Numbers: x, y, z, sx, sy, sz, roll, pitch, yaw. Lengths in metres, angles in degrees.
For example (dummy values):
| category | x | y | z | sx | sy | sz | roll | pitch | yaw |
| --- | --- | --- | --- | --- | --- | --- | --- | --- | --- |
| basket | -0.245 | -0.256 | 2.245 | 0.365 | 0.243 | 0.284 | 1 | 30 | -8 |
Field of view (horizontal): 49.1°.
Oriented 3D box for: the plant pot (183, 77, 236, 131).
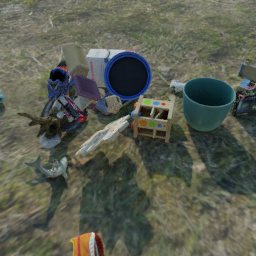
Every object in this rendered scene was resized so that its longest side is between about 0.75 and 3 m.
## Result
| category | x | y | z | sx | sy | sz | roll | pitch | yaw |
| --- | --- | --- | --- | --- | --- | --- | --- | --- | --- |
| plant pot | 3.037 | -0.818 | 11.020 | 1.932 | 1.550 | 1.932 | 0 | 43 | 0 |

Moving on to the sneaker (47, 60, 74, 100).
| category | x | y | z | sx | sy | sz | roll | pitch | yaw |
| --- | --- | --- | --- | --- | --- | --- | --- | --- | --- |
| sneaker | -3.071 | -2.405 | 13.054 | 1.096 | 1.141 | 2.909 | -1 | 43 | -2 |

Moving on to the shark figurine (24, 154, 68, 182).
| category | x | y | z | sx | sy | sz | roll | pitch | yaw |
| --- | --- | --- | --- | --- | --- | --- | --- | --- | --- |
| shark figurine | -2.591 | 1.430 | 9.188 | 0.654 | 1.567 | 0.936 | -27 | 70 | 25 |

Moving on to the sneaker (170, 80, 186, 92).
| category | x | y | z | sx | sy | sz | roll | pitch | yaw |
| --- | --- | --- | --- | --- | --- | --- | --- | --- | --- |
| sneaker | 2.491 | -1.850 | 13.091 | 1.112 | 0.416 | 0.554 | 20 | 66 | 20 |

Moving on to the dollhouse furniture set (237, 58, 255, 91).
| category | x | y | z | sx | sy | sz | roll | pitch | yaw |
| --- | --- | --- | --- | --- | --- | --- | --- | --- | --- |
| dollhouse furniture set | 5.874 | -2.371 | 12.744 | 1.433 | 1.518 | 0.991 | 26 | 49 | 25 |

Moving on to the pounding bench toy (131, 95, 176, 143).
| category | x | y | z | sx | sy | sz | roll | pitch | yaw |
| --- | --- | --- | --- | --- | --- | --- | --- | --- | --- |
| pounding bench toy | 1.008 | -0.615 | 11.048 | 1.525 | 1.215 | 1.956 | 9 | 43 | 10 |

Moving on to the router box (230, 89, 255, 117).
| category | x | y | z | sx | sy | sz | roll | pitch | yaw |
| --- | --- | --- | --- | --- | --- | --- | --- | --- | --- |
| router box | 5.074 | -1.059 | 11.672 | 1.367 | 1.024 | 0.425 | -8 | 42 | -8 |

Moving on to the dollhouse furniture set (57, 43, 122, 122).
| category | x | y | z | sx | sy | sz | roll | pitch | yaw |
| --- | --- | --- | --- | --- | --- | --- | --- | --- | --- |
| dollhouse furniture set | -1.868 | -1.587 | 10.721 | 2.140 | 1.917 | 2.701 | 12 | 50 | -47 |

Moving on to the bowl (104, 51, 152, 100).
| category | x | y | z | sx | sy | sz | roll | pitch | yaw |
| --- | --- | --- | --- | --- | --- | --- | --- | --- | --- |
| bowl | -0.007 | -2.217 | 12.026 | 2.056 | 2.056 | 0.404 | 4 | 4 | 5 |

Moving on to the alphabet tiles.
| category | x | y | z | sx | sy | sz | roll | pitch | yaw |
| --- | --- | --- | --- | --- | --- | --- | --- | --- | --- |
| alphabet tiles | -0.838 | 0.277 | 9.482 | 2.007 | 0.150 | 2.052 | -43 | 15 | -35 |

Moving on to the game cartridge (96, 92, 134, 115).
| category | x | y | z | sx | sy | sz | roll | pitch | yaw |
| --- | --- | --- | --- | --- | --- | --- | --- | --- | --- |
| game cartridge | -0.649 | -1.252 | 12.440 | 1.725 | 0.331 | 1.118 | -33 | 48 | -31 |

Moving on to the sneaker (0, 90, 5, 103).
| category | x | y | z | sx | sy | sz | roll | pitch | yaw |
| --- | --- | --- | --- | --- | --- | --- | --- | --- | --- |
| sneaker | -6.327 | -1.078 | 11.846 | 2.206 | 0.856 | 0.952 | -34 | 55 | -31 |

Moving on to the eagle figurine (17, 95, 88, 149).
| category | x | y | z | sx | sy | sz | roll | pitch | yaw |
| --- | --- | --- | --- | --- | --- | --- | --- | --- | --- |
| eagle figurine | -2.776 | -0.487 | 10.987 | 1.794 | 1.784 | 2.364 | 50 | 16 | -4 |

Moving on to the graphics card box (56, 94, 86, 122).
| category | x | y | z | sx | sy | sz | roll | pitch | yaw |
| --- | --- | --- | --- | --- | --- | --- | --- | --- | --- |
| graphics card box | -1.888 | -0.673 | 9.394 | 0.268 | 0.662 | 1.054 | -43 | 86 | 7 |

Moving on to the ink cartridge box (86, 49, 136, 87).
| category | x | y | z | sx | sy | sz | roll | pitch | yaw |
| --- | --- | --- | --- | --- | --- | --- | --- | --- | --- |
| ink cartridge box | -0.741 | -2.755 | 13.088 | 2.202 | 1.594 | 0.928 | 4 | 43 | 5 |

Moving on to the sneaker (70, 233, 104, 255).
| category | x | y | z | sx | sy | sz | roll | pitch | yaw |
| --- | --- | --- | --- | --- | --- | --- | --- | --- | --- |
| sneaker | -1.043 | 3.770 | 6.720 | 0.938 | 0.887 | 2.431 | -20 | 37 | 9 |
